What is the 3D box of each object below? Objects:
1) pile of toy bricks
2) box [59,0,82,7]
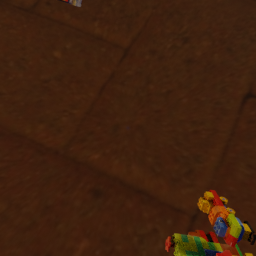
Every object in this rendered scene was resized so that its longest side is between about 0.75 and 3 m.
[{"bbox_3d":[0.703,1.150,2.582,0.701,1.421,0.788,10,107,-4],"label":"pile of toy bricks"},{"bbox_3d":[-0.902,-4.204,5.728,0.563,1.932,2.822,10,56,-16],"label":"box"}]
